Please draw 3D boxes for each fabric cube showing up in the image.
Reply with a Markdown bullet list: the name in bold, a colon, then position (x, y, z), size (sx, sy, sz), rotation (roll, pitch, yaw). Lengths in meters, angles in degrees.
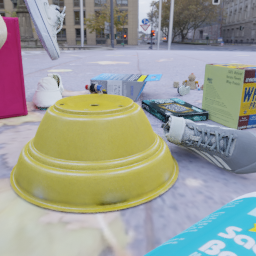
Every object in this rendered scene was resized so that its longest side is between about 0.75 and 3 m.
- **fabric cube**: position (-4.869, -1.771, 8.193), size (2.866, 2.820, 2.875), rotation (-10, 20, -33)

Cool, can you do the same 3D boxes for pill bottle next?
- **pill bottle**: position (0.733, 1.168, 1.693), size (2.285, 1.266, 1.266), rotation (-15, 23, -37)

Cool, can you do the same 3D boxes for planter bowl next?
- **planter bowl**: position (-0.577, 0.110, 4.977), size (2.990, 1.245, 2.990), rotation (-1, 18, 0)

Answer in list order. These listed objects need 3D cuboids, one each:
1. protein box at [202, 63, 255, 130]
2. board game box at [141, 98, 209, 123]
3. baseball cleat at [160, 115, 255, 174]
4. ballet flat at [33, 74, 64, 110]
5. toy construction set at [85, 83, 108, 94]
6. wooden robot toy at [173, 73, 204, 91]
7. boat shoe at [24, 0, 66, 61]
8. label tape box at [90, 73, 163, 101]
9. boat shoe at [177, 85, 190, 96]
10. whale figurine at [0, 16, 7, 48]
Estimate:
- **protein box**: position (2.905, -0.922, 7.604), size (1.028, 1.523, 1.512), rotation (-7, 20, -22)
- **board game box**: position (1.352, -0.561, 8.518), size (1.323, 0.275, 1.957), rotation (-5, 19, -16)
- **baseball cleat**: position (1.375, 0.267, 5.027), size (1.169, 0.766, 2.197), rotation (15, -1, -30)
- **ballet flat**: position (-2.851, -1.448, 10.125), size (1.018, 1.018, 2.932), rotation (-2, 19, -6)
- **toy construction set**: position (-1.006, -0.636, 8.123), size (1.316, 1.098, 1.011), rotation (-18, -6, 17)
- **wooden robot toy**: position (2.804, -2.114, 12.517), size (1.565, 0.710, 0.690), rotation (12, 22, 30)
- **boat shoe**: position (-2.356, -3.426, 8.482), size (1.101, 2.582, 0.954), rotation (-23, 16, -15)
- **label tape box**: position (0.014, -1.613, 10.840), size (2.526, 0.799, 1.821), rotation (3, 19, 10)
- **boat shoe**: position (2.179, -1.523, 11.295), size (0.325, 0.408, 1.078), rotation (13, 10, 31)
- **whale figurine**: position (-3.612, -2.232, 5.278), size (2.531, 1.313, 2.013), rotation (42, 16, -8)
